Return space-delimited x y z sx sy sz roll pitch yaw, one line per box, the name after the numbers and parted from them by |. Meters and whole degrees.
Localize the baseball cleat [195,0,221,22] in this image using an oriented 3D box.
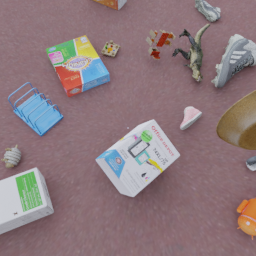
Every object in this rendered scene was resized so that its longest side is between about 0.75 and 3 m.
3.638 -5.393 12.682 0.774 0.507 1.454 -23 73 -19 | baseball cleat

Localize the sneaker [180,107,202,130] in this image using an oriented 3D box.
2.081 -0.379 9.893 1.048 0.394 0.548 -36 67 -23 | sneaker

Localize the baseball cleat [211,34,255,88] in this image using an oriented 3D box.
4.270 -2.545 10.755 1.512 0.991 2.841 22 64 12 | baseball cleat

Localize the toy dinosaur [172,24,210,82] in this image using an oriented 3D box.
2.519 -3.126 11.062 1.294 0.697 2.936 20 69 -19 | toy dinosaur

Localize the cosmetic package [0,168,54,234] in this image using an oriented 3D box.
-3.524 2.246 8.076 2.378 1.009 1.279 -21 65 -13 | cosmetic package

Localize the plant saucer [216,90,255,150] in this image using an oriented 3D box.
3.536 -0.150 6.651 2.769 2.769 0.490 -8 58 -4 | plant saucer

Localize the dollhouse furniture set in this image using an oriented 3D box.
1.229 -3.207 10.773 1.044 1.033 0.538 -7 53 -34 | dollhouse furniture set

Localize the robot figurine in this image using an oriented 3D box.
3.667 2.560 8.074 1.229 0.884 0.716 -48 29 -21 | robot figurine

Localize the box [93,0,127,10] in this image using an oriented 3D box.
-0.945 -6.287 12.813 1.646 1.024 0.802 27 64 14 | box

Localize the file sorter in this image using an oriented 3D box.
-3.231 -0.691 9.755 1.525 0.935 1.058 38 68 18 | file sorter

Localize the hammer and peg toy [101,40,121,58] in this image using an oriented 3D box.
-0.674 -3.320 11.577 0.619 0.297 0.841 18 63 10 | hammer and peg toy

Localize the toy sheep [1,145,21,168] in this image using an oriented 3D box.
-3.751 0.915 9.089 0.561 0.561 0.814 13 70 7 | toy sheep

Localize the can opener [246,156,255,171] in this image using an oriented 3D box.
4.478 0.991 9.123 1.390 0.462 0.366 -19 61 -15 | can opener

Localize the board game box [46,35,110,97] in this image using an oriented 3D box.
-1.981 -2.483 11.015 1.764 0.465 2.305 -25 64 -13 | board game box

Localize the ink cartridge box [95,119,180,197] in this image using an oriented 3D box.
0.259 0.885 8.378 1.866 1.363 1.369 -38 94 -18 | ink cartridge box
